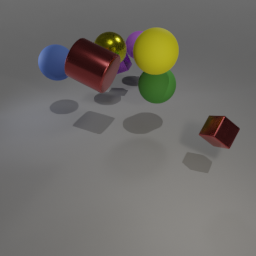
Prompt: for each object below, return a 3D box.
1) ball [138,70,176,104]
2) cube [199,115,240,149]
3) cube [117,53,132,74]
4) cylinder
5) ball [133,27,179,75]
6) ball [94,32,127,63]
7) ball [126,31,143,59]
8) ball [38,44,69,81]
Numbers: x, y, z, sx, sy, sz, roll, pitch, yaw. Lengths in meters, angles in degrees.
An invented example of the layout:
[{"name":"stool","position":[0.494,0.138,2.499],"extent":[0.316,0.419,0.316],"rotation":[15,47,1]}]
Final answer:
[{"name":"ball","position":[1.074,-1.602,10.362],"extent":[1.400,1.400,1.400],"rotation":[0,32,0]},{"name":"cube","position":[2.653,0.110,8.165],"extent":[0.700,0.700,0.700],"rotation":[34,-10,-21]},{"name":"cube","position":[-0.327,-3.070,13.263],"extent":[0.700,0.700,0.700],"rotation":[-12,31,28]},{"name":"cylinder","position":[-1.175,-2.090,9.423],"extent":[1.400,1.400,1.400],"rotation":[27,37,7]},{"name":"ball","position":[0.851,-2.353,8.623],"extent":[1.400,1.400,1.400],"rotation":[0,32,0]},{"name":"ball","position":[-0.750,-3.248,11.576],"extent":[1.400,1.400,1.400],"rotation":[0,32,0]},{"name":"ball","position":[0.569,-4.152,14.106],"extent":[1.400,1.400,1.400],"rotation":[0,32,0]},{"name":"ball","position":[-2.825,-2.585,11.100],"extent":[1.400,1.400,1.400],"rotation":[0,32,0]}]
